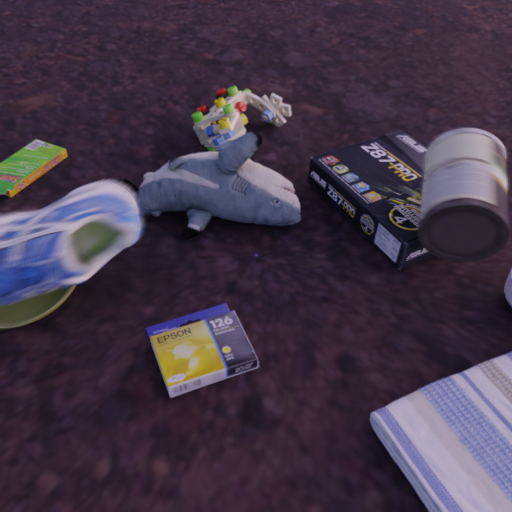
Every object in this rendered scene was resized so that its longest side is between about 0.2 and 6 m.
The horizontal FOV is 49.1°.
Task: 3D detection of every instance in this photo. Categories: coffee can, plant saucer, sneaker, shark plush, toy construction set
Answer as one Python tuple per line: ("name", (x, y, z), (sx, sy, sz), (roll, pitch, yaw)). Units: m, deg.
("coffee can", (2.857, -0.850, 7.718), (1.118, 1.118, 1.527), (10, 52, 10))
("plant saucer", (-3.247, 0.334, 7.835), (1.728, 0.268, 1.728), (-4, 50, 5))
("sneaker", (-2.833, -0.040, 7.165), (2.917, 1.104, 1.124), (-31, 34, -11))
("shark plush", (-1.011, -0.919, 8.742), (3.299, 1.499, 1.374), (-7, 75, -14))
("toy construction set", (-0.355, -2.654, 10.568), (1.397, 0.982, 2.131), (6, 30, 42))

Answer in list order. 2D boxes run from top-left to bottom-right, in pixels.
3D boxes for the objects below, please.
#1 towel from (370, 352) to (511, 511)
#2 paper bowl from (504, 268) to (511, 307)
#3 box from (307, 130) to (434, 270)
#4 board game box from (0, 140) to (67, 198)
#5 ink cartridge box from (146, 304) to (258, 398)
("towel", (2.770, 2.047, 6.157), (2.582, 0.307, 1.897), (-17, 44, -19))
("paper bowl", (3.897, 0.533, 7.549), (1.039, 0.541, 1.039), (0, 44, 0))
("box", (2.349, -1.022, 9.124), (2.026, 0.617, 2.514), (-18, 46, -22))
("board game box", (-4.181, -1.549, 9.972), (0.743, 0.233, 1.555), (20, 45, 20))
("ink cartridge box", (-0.721, 1.110, 7.160), (1.165, 0.277, 1.179), (-17, 48, -16))
